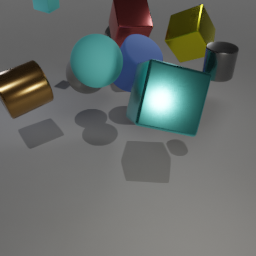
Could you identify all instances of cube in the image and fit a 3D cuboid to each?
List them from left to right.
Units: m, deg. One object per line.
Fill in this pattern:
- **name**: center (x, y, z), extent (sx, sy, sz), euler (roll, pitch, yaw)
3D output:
- **cube**: center (-3.037, -4.771, 10.361), extent (0.700, 0.700, 0.700), euler (21, 47, 13)
- **cube**: center (0.068, -4.241, 11.455), extent (1.400, 1.400, 1.400), euler (-5, 71, -14)
- **cube**: center (0.857, -0.707, 6.514), extent (1.400, 1.400, 1.400), euler (11, 8, -11)
- **cube**: center (2.475, -3.671, 11.045), extent (1.400, 1.400, 1.400), euler (-5, 59, 38)

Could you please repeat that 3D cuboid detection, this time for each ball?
- **ball**: center (-1.390, -1.855, 9.460), extent (1.400, 1.400, 1.400), euler (0, 34, 0)
- **ball**: center (-0.833, -1.782, 7.487), extent (1.400, 1.400, 1.400), euler (0, 34, 0)

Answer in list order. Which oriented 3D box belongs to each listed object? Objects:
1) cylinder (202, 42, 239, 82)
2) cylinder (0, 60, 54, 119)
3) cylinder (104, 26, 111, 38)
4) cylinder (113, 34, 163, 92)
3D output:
- **cylinder**: center (2.091, -1.513, 6.387), extent (0.700, 0.700, 0.700), euler (-1, 37, 1)
- **cylinder**: center (-3.260, -1.193, 8.681), extent (1.400, 1.400, 1.400), euler (-30, 43, -21)
- **cylinder**: center (-0.321, -4.264, 13.694), extent (1.400, 1.400, 1.400), euler (-10, 46, -15)
- **cylinder**: center (0.235, -2.146, 9.417), extent (1.400, 1.400, 1.400), euler (12, 59, -21)
